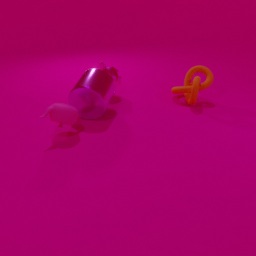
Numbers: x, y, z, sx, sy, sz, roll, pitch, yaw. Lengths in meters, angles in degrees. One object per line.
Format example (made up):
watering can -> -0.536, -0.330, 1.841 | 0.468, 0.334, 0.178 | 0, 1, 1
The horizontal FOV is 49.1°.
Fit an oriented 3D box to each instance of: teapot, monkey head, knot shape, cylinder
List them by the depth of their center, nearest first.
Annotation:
teapot -> -1.906, -0.349, 8.009 | 0.836, 0.658, 1.344 | 6, -7, 42
cylinder -> -1.163, -1.121, 9.192 | 1.243, 1.243, 1.243 | 6, 40, 11
knot shape -> 2.267, -1.519, 10.273 | 1.464, 0.723, 1.564 | -14, 40, 53
monkey head -> -0.739, -1.858, 10.581 | 0.915, 1.272, 0.766 | -19, 6, 35
